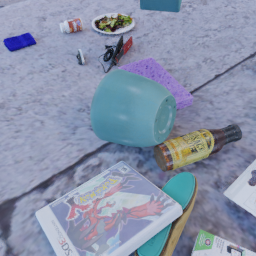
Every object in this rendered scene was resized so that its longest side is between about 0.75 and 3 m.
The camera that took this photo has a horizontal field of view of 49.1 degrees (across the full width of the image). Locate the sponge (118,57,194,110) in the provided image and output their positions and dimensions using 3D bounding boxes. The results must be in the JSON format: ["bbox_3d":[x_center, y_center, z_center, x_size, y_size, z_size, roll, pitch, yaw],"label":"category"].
[{"bbox_3d":[0.904,-1.541,10.014,1.514,0.405,2.714,-22,51,-18],"label":"sponge"}]

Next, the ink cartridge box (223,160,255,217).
[{"bbox_3d":[4.051,1.932,6.707,2.241,0.662,2.799,-34,51,-27],"label":"ink cartridge box"}]

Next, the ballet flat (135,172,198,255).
[{"bbox_3d":[0.915,2.108,6.399,0.888,0.816,2.589,10,41,33],"label":"ballet flat"}]

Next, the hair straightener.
[{"bbox_3d":[-0.594,-3.055,11.460,0.925,0.492,2.403,14,53,14],"label":"hair straightener"}]

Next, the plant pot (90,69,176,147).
[{"bbox_3d":[0.293,-0.421,7.632,1.685,2.100,2.100,18,49,30],"label":"plant pot"}]

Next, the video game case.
[{"bbox_3d":[-0.524,1.916,6.334,2.600,0.299,2.369,-28,33,-23],"label":"video game case"}]

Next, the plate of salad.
[{"bbox_3d":[-0.693,-5.031,13.183,2.052,0.493,2.052,0,48,0],"label":"plate of salad"}]

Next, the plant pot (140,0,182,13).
[{"bbox_3d":[0.990,-4.475,8.012,1.237,1.751,1.237,10,70,11],"label":"plant pot"}]

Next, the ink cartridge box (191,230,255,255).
[{"bbox_3d":[1.991,2.919,5.740,1.423,0.597,1.030,19,50,17],"label":"ink cartridge box"}]

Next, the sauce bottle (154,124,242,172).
[{"bbox_3d":[2.000,0.461,7.879,2.552,0.842,0.842,-19,50,-16],"label":"sauce bottle"}]

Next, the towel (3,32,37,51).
[{"bbox_3d":[-4.699,-3.763,12.135,1.213,0.301,0.896,-29,53,-24],"label":"towel"}]

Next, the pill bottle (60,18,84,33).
[{"bbox_3d":[-2.575,-4.659,12.794,0.990,0.555,0.555,-18,50,-15],"label":"pill bottle"}]

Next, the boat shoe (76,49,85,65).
[{"bbox_3d":[-1.954,-2.882,11.321,0.259,0.314,0.915,-12,50,-11],"label":"boat shoe"}]
